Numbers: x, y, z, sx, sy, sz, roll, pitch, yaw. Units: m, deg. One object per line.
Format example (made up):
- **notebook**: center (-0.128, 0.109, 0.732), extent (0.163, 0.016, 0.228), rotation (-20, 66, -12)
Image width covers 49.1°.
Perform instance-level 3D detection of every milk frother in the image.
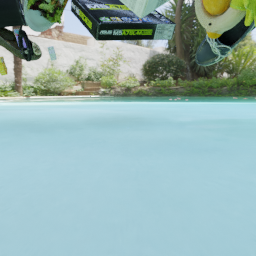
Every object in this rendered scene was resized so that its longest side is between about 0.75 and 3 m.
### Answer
- **milk frother**: center (-3.405, -2.512, 6.991), extent (1.702, 1.810, 1.633), rotation (-13, 6, -11)

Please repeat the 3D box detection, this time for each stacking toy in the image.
- **stacking toy**: center (-3.408, -3.006, 8.613), extent (1.823, 2.418, 0.568), rotation (-16, 21, -8)

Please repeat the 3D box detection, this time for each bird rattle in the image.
- **bird rattle**: center (2.035, -3.017, 5.786), extent (1.356, 2.408, 1.963), rotation (-13, -15, -32)

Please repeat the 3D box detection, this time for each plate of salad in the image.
- **plate of salad**: center (-1.514, -2.629, 5.648), extent (0.371, 1.544, 1.544), rotation (32, 11, 6)

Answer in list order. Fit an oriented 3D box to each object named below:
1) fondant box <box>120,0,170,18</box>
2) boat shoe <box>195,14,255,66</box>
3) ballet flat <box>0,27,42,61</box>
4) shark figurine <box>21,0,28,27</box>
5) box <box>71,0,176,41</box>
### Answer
- **fondant box**: center (0.090, -3.272, 5.499), extent (1.466, 2.031, 0.592), rotation (-40, -10, -26)
- **boat shoe**: center (3.037, -2.796, 8.793), extent (0.834, 1.010, 2.697), rotation (-36, 2, -41)
- **ballet flat**: center (-3.756, -2.867, 9.077), extent (0.573, 0.833, 2.474), rotation (-27, -24, 29)
- **shark figurine**: center (-2.863, -3.674, 7.843), extent (0.601, 1.439, 0.860), rotation (-12, 26, 22)
- **box**: center (-0.215, -3.514, 8.877), extent (2.590, 0.615, 2.502), rotation (-9, 44, -25)
